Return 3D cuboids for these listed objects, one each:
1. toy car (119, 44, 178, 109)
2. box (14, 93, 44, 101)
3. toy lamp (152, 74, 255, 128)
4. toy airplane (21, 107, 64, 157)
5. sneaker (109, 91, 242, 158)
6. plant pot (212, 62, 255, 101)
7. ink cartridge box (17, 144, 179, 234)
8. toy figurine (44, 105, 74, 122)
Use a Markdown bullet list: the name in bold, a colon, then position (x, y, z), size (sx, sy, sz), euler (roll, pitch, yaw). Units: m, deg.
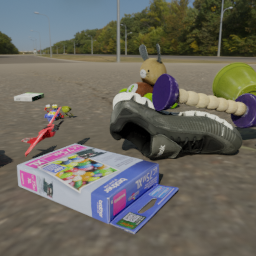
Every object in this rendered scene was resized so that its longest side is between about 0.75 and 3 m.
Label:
- **toy car**: position (0.739, -1.900, 10.235), size (1.775, 2.250, 1.848), euler (-11, 19, -33)
- **box**: position (-4.234, -1.337, 12.062), size (0.813, 0.205, 1.127), euler (3, 17, 10)
- **toy lamp**: position (1.844, -0.469, 5.783), size (2.755, 0.802, 0.802), euler (8, 12, -22)
- **toy airplane**: position (-1.613, 0.155, 5.196), size (1.230, 0.226, 1.230), euler (-34, 26, 19)
- **sneaker**: position (0.847, 0.182, 5.508), size (2.734, 0.909, 1.237), euler (17, 45, 5)
- **plant pot**: position (3.926, -1.242, 9.595), size (1.643, 1.643, 1.582), euler (0, 27, -1)
- **ink cartridge box**: position (-0.469, 0.754, 4.231), size (2.160, 0.453, 1.289), euler (13, 20, 33)
- **toy figurine**: position (-2.191, -0.353, 8.512), size (0.923, 0.487, 0.553), euler (3, 44, 18)
